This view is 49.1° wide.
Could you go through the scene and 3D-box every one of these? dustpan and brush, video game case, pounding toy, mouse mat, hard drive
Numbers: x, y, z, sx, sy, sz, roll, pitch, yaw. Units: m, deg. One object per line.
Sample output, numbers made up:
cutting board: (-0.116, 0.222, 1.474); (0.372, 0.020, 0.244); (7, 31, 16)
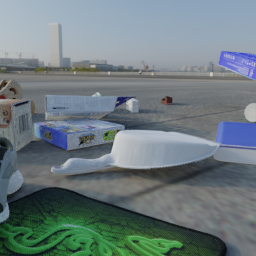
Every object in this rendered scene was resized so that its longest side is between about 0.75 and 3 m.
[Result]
dustpan and brush: (0.015, 0.485, 5.285); (2.802, 0.802, 1.956); (3, 5, -19)
video game case: (-1.330, 0.091, 7.517); (1.706, 0.428, 1.882); (-8, 14, -39)
pounding toy: (-4.792, -1.149, 11.050); (1.465, 1.461, 2.554); (8, 15, 36)
mouse mat: (-0.682, 1.242, 2.785); (2.798, 0.105, 2.251); (8, 14, 32)
hard drive: (3.097, 0.291, 6.720); (1.860, 0.358, 2.820); (4, 12, 19)

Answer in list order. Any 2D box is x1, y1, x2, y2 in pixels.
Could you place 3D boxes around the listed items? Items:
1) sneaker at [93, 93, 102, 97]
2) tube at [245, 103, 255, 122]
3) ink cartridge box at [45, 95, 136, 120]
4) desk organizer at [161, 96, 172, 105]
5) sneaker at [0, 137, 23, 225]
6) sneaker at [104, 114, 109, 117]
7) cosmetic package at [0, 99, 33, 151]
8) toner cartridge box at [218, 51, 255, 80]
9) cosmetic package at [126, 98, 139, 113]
sneaker: (-1.603, -1.202, 13.063); (0.883, 0.794, 2.046); (-8, 13, -21)
tube: (5.467, -0.575, 10.608); (2.631, 0.663, 1.019); (-2, 19, -35)
ink cartridge box: (-1.336, -0.602, 9.117); (2.635, 0.535, 2.630); (-2, -3, -16)
desk organizer: (2.159, -1.543, 15.621); (0.372, 0.400, 1.038); (-2, 12, -9)
sneaker: (-1.869, 0.649, 3.542); (0.809, 0.868, 2.190); (-3, 9, -13)
sneaker: (-1.422, -0.714, 11.135); (1.718, 0.636, 0.760); (-2, 6, 44)
cosmetic package: (-3.802, -0.106, 6.725); (2.611, 1.139, 1.350); (0, 12, -2)
toner cartridge box: (2.854, -1.418, 6.370); (0.837, 0.380, 1.762); (3, 23, -11)
cosmetic package: (0.185, -1.061, 12.975); (0.325, 0.530, 1.285); (-5, 12, -12)
